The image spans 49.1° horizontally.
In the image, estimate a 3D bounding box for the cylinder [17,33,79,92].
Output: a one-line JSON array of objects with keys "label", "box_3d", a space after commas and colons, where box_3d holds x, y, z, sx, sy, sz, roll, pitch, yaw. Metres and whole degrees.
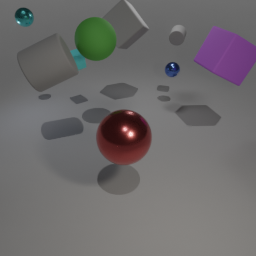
[{"label": "cylinder", "box_3d": [-2.505, -2.056, 8.884, 1.400, 1.400, 1.400, -25, 32, 3]}]

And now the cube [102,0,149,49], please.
[{"label": "cube", "box_3d": [-0.139, -4.387, 12.009, 1.400, 1.400, 1.400, -36, 3, 19]}]

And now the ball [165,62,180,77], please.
[{"label": "ball", "box_3d": [2.038, -2.676, 12.866, 0.700, 0.700, 0.700, 0, 30, 0]}]

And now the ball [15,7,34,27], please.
[{"label": "ball", "box_3d": [-3.998, -4.273, 10.806, 0.700, 0.700, 0.700, 0, 30, 0]}]

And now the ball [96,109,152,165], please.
[{"label": "ball", "box_3d": [-0.099, 0.231, 7.041, 1.400, 1.400, 1.400, 0, 30, 0]}]

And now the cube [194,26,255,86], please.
[{"label": "cube", "box_3d": [3.523, -2.578, 10.022, 1.400, 1.400, 1.400, 18, 23, -27]}]

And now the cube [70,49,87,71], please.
[{"label": "cube", "box_3d": [-2.332, -2.959, 12.278, 0.700, 0.700, 0.700, -27, 42, -26]}]

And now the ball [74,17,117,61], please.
[{"label": "ball", "box_3d": [-1.083, -2.966, 9.379, 1.400, 1.400, 1.400, 0, 30, 0]}]

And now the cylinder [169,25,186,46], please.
[{"label": "cylinder", "box_3d": [2.263, -4.227, 12.755, 0.700, 0.700, 0.700, 9, 42, 14]}]
